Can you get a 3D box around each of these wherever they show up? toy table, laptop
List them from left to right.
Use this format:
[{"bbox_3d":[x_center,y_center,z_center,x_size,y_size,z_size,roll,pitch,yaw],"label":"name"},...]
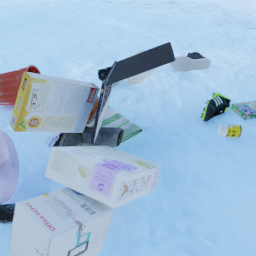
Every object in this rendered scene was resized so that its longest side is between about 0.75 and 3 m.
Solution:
[{"bbox_3d":[-4.048,0.776,7.112,2.668,2.453,1.563,20,-1,43],"label":"toy table"},{"bbox_3d":[0.141,-1.187,8.637,1.701,2.934,2.747,14,27,-1],"label":"laptop"}]

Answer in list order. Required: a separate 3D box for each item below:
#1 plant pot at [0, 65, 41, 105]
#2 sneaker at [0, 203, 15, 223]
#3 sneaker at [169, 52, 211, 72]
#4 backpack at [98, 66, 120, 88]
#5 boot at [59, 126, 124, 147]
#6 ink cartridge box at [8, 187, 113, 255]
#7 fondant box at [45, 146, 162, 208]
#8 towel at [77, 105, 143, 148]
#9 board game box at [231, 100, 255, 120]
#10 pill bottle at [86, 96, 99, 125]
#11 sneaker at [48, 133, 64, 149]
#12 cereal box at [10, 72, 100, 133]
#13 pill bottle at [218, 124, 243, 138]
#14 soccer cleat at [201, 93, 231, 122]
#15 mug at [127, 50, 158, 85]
[{"bbox_3d":[-4.544,-1.623,11.427,1.679,1.726,1.726,-4,34,8],"label":"plant pot"},{"bbox_3d":[-2.853,2.115,7.007,1.241,0.468,0.492,7,13,12],"label":"sneaker"},{"bbox_3d":[3.123,-3.566,14.942,2.315,0.818,1.148,-3,32,-14],"label":"sneaker"},{"bbox_3d":[-0.739,-2.448,13.176,1.119,0.858,0.984,-32,45,-22],"label":"backpack"},{"bbox_3d":[-1.146,0.411,8.934,1.709,0.620,1.554,15,48,13],"label":"boot"},{"bbox_3d":[-1.381,2.102,5.805,1.188,1.182,1.619,27,20,34],"label":"ink cartridge box"},{"bbox_3d":[-0.457,1.067,7.039,1.879,0.758,2.604,17,6,24],"label":"fondant box"},{"bbox_3d":[-1.252,-0.191,10.195,2.252,0.345,2.953,-27,44,-28],"label":"towel"},{"bbox_3d":[5.056,-0.758,11.293,1.444,0.210,0.972,-9,35,-13],"label":"board game box"},{"bbox_3d":[-2.071,-0.956,9.405,2.070,1.170,1.170,24,22,-31],"label":"pill bottle"},{"bbox_3d":[-2.358,0.346,9.435,0.335,0.329,0.869,16,56,36],"label":"sneaker"},{"bbox_3d":[-2.011,-0.633,7.953,2.243,1.613,0.443,2,30,-46],"label":"cereal box"},{"bbox_3d":[3.602,0.090,9.858,0.761,0.435,0.435,5,35,7],"label":"pill bottle"},{"bbox_3d":[3.494,-0.809,10.985,0.846,0.705,2.088,24,39,21],"label":"soccer cleat"},{"bbox_3d":[0.473,-2.694,13.502,1.359,1.697,1.393,38,50,-3],"label":"mug"}]
